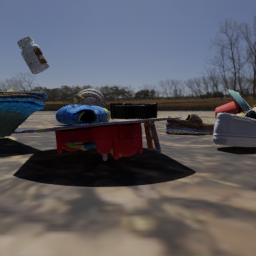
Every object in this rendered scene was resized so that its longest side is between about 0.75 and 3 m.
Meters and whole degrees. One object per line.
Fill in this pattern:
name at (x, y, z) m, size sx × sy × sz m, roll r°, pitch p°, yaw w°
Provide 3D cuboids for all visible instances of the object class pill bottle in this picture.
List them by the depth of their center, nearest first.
pill bottle at (-3.209, -2.450, 9.447) m, size 0.651 × 1.139 × 0.651 m, roll -28°, pitch 8°, yaw 4°

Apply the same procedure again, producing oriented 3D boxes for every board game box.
board game box at (-0.400, 0.187, 3.903) m, size 1.883 × 0.464 × 2.383 m, roll -5°, pitch 0°, yaw -10°

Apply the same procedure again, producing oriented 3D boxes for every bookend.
bookend at (0.337, -1.020, 16.591) m, size 2.010 × 0.932 × 2.023 m, roll 4°, pitch 6°, yaw 43°

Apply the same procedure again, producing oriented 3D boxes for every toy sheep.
toy sheep at (-1.902, -1.139, 13.753) m, size 1.715 × 1.715 × 2.488 m, roll 0°, pitch 29°, yaw 1°

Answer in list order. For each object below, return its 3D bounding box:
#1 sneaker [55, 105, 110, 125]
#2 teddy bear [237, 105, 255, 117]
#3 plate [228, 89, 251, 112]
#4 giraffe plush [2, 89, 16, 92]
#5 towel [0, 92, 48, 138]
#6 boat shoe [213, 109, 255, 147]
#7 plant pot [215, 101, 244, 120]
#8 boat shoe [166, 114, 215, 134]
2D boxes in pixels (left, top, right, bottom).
sneaker at (-1.840, -0.469, 10.136) m, size 2.350 × 0.775 × 0.921 m, roll 3°, pitch 4°, yaw 28°
teddy bear at (3.329, -0.117, 6.098) m, size 2.370 × 0.791 × 1.718 m, roll -2°, pitch -14°, yaw -32°
plate at (3.966, -0.714, 9.385) m, size 0.209 × 1.637 × 1.637 m, roll -41°, pitch -15°, yaw 24°
giraffe plush at (-5.763, -1.113, 11.417) m, size 2.355 × 2.506 × 2.904 m, roll 23°, pitch -21°, yaw -36°
towel at (-3.115, -0.092, 4.578) m, size 2.968 × 0.322 × 2.177 m, roll -7°, pitch -12°, yaw -43°
boat shoe at (2.195, -0.012, 4.895) m, size 1.829 × 0.627 × 0.659 m, roll 0°, pitch 2°, yaw -25°
plant pot at (3.531, -0.455, 9.663) m, size 0.843 × 0.953 × 0.953 m, roll -10°, pitch -3°, yaw 37°
boat shoe at (1.658, -0.106, 7.158) m, size 1.380 × 0.500 × 0.499 m, roll 0°, pitch 4°, yaw -6°
